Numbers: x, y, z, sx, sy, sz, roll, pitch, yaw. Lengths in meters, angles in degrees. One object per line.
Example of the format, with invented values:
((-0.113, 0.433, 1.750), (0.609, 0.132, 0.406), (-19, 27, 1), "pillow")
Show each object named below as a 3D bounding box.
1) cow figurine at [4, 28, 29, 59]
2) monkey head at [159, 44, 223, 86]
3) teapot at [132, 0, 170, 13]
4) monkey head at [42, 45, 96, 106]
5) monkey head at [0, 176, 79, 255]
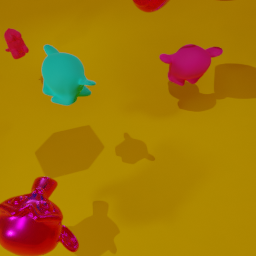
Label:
((-2.994, -2.226, 7.406), (0.520, 0.947, 0.932), (-32, 50, -19), "cow figurine")
((1.382, -1.637, 6.693), (1.575, 0.949, 1.133), (-11, 55, -13), "monkey head")
((0.471, -2.732, 5.371), (0.735, 0.933, 1.501), (-22, 39, -38), "teapot")
((-0.867, -0.768, 4.254), (1.187, 0.715, 0.854), (42, 32, 28), "monkey head")
((-1.314, 1.246, 3.944), (1.401, 0.844, 1.008), (13, 28, -2), "monkey head")
